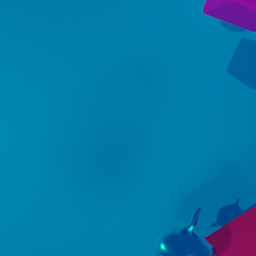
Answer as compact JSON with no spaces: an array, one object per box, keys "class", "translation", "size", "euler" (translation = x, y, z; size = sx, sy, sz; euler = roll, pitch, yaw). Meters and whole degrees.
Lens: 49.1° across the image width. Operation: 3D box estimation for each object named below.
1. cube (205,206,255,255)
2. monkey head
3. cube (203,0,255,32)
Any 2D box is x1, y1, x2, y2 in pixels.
[{"class":"cube","translation":[2.081,2.112,4.107],"size":[1.242,1.242,1.242],"euler":[-37,101,9]},{"class":"monkey head","translation":[0.551,1.379,3.071],"size":[1.076,0.774,0.649],"euler":[-44,60,-3]},{"class":"cube","translation":[2.082,-2.331,4.548],"size":[1.114,1.114,1.114],"euler":[15,101,-10]}]
